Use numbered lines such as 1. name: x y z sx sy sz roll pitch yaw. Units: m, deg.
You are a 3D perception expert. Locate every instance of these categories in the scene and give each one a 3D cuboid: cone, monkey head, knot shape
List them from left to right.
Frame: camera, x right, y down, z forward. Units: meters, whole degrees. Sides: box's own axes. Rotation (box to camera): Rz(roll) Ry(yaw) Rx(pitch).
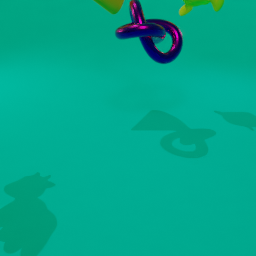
1. cone: -0.916 -3.606 6.934 1.358 1.353 1.353 -5 29 -26
2. knot shape: 0.583 -2.229 6.675 1.639 0.809 1.751 28 34 -15
3. monkey head: 1.881 -3.492 7.173 0.986 1.637 1.177 -7 61 -10
